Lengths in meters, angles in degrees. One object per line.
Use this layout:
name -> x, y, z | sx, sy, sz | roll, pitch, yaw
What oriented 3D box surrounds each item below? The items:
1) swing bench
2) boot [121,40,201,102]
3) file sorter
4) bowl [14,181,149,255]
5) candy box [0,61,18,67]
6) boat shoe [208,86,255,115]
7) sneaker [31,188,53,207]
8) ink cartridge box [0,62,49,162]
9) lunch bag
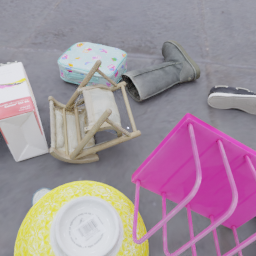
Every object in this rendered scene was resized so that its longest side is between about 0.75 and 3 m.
swing bench -> -0.928, -0.303, 6.915 | 1.879, 1.219, 1.869 | -33, 48, 21
boot -> 0.864, -1.881, 9.019 | 2.335, 0.847, 2.123 | -23, 49, -12
file sorter -> 1.450, 1.287, 4.373 | 2.408, 1.673, 1.510 | 28, 34, -14
bowl -> -0.697, 1.838, 4.663 | 2.420, 1.302, 2.420 | 6, 53, -9
candy box -> -3.513, -1.543, 8.464 | 0.260, 0.852, 0.581 | -5, 15, 42
boat shoe -> 3.285, -0.832, 8.017 | 1.914, 0.707, 0.577 | 7, 51, 18
sneaker -> -1.026, 1.824, 5.168 | 0.940, 1.045, 2.422 | -34, 55, -28
ink cartridge box -> -2.837, -0.622, 7.200 | 0.869, 1.500, 2.576 | -18, 49, -15
lunch bag -> -1.159, -1.978, 9.022 | 2.031, 0.783, 1.629 | 16, 51, 15
